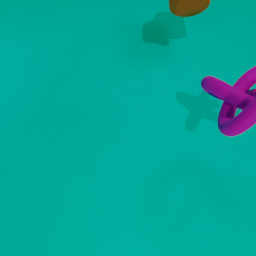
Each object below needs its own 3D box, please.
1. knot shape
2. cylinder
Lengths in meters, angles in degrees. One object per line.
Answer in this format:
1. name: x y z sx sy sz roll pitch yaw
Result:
1. knot shape: 2.260 -0.520 5.223 1.928 0.891 1.804 2 33 28
2. cylinder: 1.534 -3.572 7.146 1.023 1.023 1.023 -2 79 -1
